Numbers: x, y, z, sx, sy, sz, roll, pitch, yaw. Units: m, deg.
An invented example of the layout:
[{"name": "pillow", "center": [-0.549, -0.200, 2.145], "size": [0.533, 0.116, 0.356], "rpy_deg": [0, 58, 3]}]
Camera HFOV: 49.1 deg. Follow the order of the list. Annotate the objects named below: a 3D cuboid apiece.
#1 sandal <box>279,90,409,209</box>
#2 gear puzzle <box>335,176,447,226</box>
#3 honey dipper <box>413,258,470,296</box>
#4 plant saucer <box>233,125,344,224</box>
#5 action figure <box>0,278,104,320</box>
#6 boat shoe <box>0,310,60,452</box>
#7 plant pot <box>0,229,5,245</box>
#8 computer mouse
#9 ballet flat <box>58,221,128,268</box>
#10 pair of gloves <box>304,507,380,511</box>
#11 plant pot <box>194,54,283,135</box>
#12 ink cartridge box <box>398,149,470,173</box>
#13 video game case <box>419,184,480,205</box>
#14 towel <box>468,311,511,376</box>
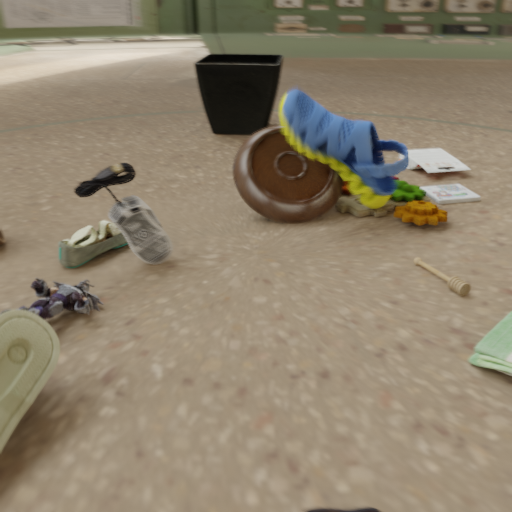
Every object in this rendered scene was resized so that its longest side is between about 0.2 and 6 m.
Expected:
[{"name": "sandal", "center": [1.609, -1.999, 9.685], "size": [2.690, 1.171, 1.069], "rpy_deg": [33, 53, -18]}, {"name": "gear puzzle", "center": [2.245, -1.346, 10.979], "size": [1.907, 0.482, 3.682], "rpy_deg": [-11, 29, -22]}, {"name": "honey dipper", "center": [2.637, 0.258, 8.092], "size": [0.207, 0.207, 1.089], "rpy_deg": [-11, 27, -21]}, {"name": "plant saucer", "center": [0.615, -1.581, 10.211], "size": [2.073, 0.333, 2.073], "rpy_deg": [2, 69, -5]}, {"name": "action figure", "center": [-2.571, 0.615, 7.052], "size": [0.948, 0.505, 1.457], "rpy_deg": [6, 23, 25]}, {"name": "boat shoe", "center": [-2.804, 1.632, 4.805], "size": [0.947, 1.005, 2.799], "rpy_deg": [-29, 18, 33]}, {"name": "plant pot", "center": [-4.518, -0.405, 8.923], "size": [0.691, 0.792, 0.792], "rpy_deg": [-27, 33, -12]}, {"name": "computer mouse", "center": [-1.863, -0.577, 8.367], "size": [0.896, 1.635, 0.359], "rpy_deg": [-31, 21, 4]}, {"name": "ballet flat", "center": [-2.462, -0.291, 8.855], "size": [0.521, 0.492, 1.546], "rpy_deg": [16, 30, 29]}, {"name": "pair of gloves", "center": [1.523, 2.553, 3.310], "size": [2.734, 0.338, 2.436], "rpy_deg": [2, 26, 3]}, {"name": "plant pot", "center": [-0.428, -4.547, 15.789], "size": [2.213, 1.968, 2.218], "rpy_deg": [3, 27, 5]}, {"name": "ink cartridge box", "center": [4.021, -2.054, 12.705], "size": [1.088, 0.336, 1.341], "rpy_deg": [-6, 34, -13]}, {"name": "video game case", "center": [3.861, -1.242, 11.206], "size": [0.899, 0.107, 0.819], "rpy_deg": [-6, 27, -11]}, {"name": "towel", "center": [3.825, 1.224, 6.075], "size": [2.393, 0.280, 1.825], "rpy_deg": [23, 34, 40]}]
